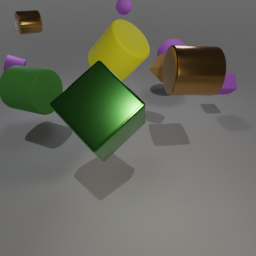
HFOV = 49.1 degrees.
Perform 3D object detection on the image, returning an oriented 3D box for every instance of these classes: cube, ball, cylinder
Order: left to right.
[{"bbox_3d":[-4.471,-2.451,11.100,0.700,0.700,0.700,13,29,-17],"label":"cylinder"},{"bbox_3d":[-3.230,-3.432,9.098,0.700,0.700,0.700,-17,36,-28],"label":"cylinder"},{"bbox_3d":[-3.037,-1.207,8.840,1.400,1.400,1.400,12,34,25],"label":"cylinder"},{"bbox_3d":[-0.580,-0.309,6.192,1.400,1.400,1.400,-43,78,-7],"label":"cube"},{"bbox_3d":[-0.292,-2.293,8.562,1.400,1.400,1.400,23,49,-30],"label":"cylinder"},{"bbox_3d":[-0.180,-5.297,12.209,0.700,0.700,0.700,0,32,0],"label":"ball"},{"bbox_3d":[1.315,-2.108,9.709,0.700,0.700,0.700,-57,24,-18],"label":"cube"},{"bbox_3d":[2.033,-3.347,12.820,1.400,1.400,1.400,0,32,0],"label":"ball"},{"bbox_3d":[1.863,-1.645,8.081,1.400,1.400,1.400,0,32,-8],"label":"cylinder"},{"bbox_3d":[4.001,-1.830,11.661,0.700,0.700,0.700,-1,76,-10],"label":"cube"}]
